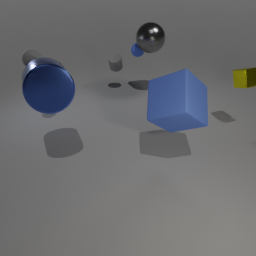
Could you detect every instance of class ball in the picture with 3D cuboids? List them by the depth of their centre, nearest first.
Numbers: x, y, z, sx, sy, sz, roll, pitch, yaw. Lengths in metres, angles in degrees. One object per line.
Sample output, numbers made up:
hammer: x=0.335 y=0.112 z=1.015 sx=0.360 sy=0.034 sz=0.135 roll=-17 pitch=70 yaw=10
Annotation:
ball: x=-3.473 y=-2.508 z=10.147 sx=0.700 sy=0.700 sz=0.700 roll=0 pitch=31 yaw=0
ball: x=1.068 y=-4.271 z=13.285 sx=1.400 sy=1.400 sz=1.400 roll=0 pitch=31 yaw=0
ball: x=0.496 y=-3.951 z=14.174 sx=0.700 sy=0.700 sz=0.700 roll=0 pitch=31 yaw=0

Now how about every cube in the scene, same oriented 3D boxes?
cube: x=1.571 y=-0.791 z=8.830 sx=1.400 sy=1.400 sz=1.400 roll=-11 pitch=-24 yaw=38
cube: x=4.516 y=-1.918 z=10.657 sx=0.700 sy=0.700 sz=0.700 roll=-13 pitch=14 yaw=-19

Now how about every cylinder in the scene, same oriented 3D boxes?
cylinder: x=-2.362 y=-1.276 z=8.224 sx=1.400 sy=1.400 sz=1.400 roll=-11 pitch=24 yaw=-17
cylinder: x=-0.652 y=-3.416 z=14.562 sx=0.700 sy=0.700 sz=0.700 roll=-3 pitch=58 yaw=5
